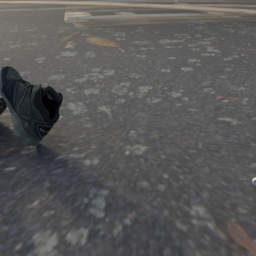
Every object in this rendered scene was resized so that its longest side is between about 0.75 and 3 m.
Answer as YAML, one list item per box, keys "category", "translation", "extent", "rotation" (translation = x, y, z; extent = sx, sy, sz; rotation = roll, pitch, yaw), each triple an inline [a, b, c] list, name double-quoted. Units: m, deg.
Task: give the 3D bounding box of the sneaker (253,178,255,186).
- category: "sneaker"
  translation: [3.181, 1.184, 6.177]
  extent: [0.805, 0.294, 0.285]
  rotation: [3, 28, 18]

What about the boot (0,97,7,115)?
- category: "boot"
  translation: [-4.111, -0.457, 7.788]
  extent: [1.981, 0.686, 1.724]
  rotation: [-27, 10, 46]

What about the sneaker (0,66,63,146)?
- category: "sneaker"
  translation: [-2.663, -0.960, 7.773]
  extent: [1.527, 1.019, 2.665]
  rotation: [-39, 61, 14]
